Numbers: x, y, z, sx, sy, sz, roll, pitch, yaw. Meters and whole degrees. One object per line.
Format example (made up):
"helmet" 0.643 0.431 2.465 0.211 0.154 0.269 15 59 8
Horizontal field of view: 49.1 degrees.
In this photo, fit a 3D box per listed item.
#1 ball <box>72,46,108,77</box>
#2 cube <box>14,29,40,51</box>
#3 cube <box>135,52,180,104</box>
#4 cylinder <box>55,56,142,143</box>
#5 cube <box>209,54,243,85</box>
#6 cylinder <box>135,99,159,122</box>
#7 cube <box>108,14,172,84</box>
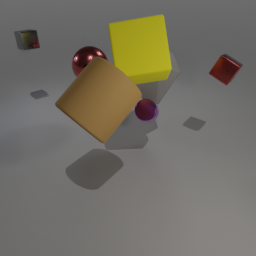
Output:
"ball" -1.440 -2.403 10.697 1.400 1.400 1.400 0 31 0
"cube" -4.104 -3.587 11.395 0.700 0.700 0.700 -23 32 -32
"cube" 0.687 -1.911 9.401 1.400 1.400 1.400 20 35 -19
"cylinder" -0.648 -0.613 6.277 1.400 1.400 1.400 -51 46 -5
"cube" 3.172 -1.900 9.058 0.700 0.700 0.700 39 32 13
"cylinder" 0.611 -0.548 8.976 0.700 0.700 0.700 7 0 12
"cube" 0.326 -2.002 7.540 1.400 1.400 1.400 -8 0 4
